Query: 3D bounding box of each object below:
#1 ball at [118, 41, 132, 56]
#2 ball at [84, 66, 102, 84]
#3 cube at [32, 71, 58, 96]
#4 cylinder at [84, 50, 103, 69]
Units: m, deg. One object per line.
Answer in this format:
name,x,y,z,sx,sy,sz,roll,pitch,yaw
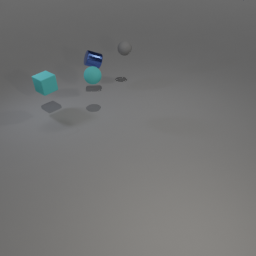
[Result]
ball,-0.168,-3.944,13.851,0.700,0.700,0.700,0,32,0
ball,-1.398,-2.073,11.059,0.700,0.700,0.700,0,32,0
cube,-3.431,-1.861,11.609,0.700,0.700,0.700,27,46,35
cylinder,-1.619,-3.175,12.992,0.700,0.700,0.700,10,27,-24
